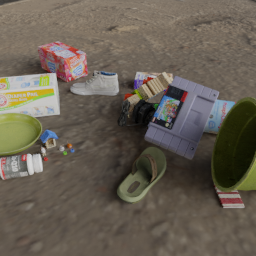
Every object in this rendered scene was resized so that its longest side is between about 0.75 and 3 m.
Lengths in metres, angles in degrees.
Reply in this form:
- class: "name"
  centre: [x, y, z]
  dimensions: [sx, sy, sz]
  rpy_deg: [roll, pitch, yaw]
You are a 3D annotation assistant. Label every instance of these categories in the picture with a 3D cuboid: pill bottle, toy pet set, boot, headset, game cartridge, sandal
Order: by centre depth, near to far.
- class: "sandal"
  centre: [0.509, 1.266, 8.386]
  dimensions: [0.970, 0.697, 2.443]
  rpy_deg: [15, 34, 20]
- class: "pill bottle"
  centre: [-3.273, 1.156, 8.600]
  dimensions: [1.164, 0.663, 0.663]
  rpy_deg: [-9, 35, -12]
- class: "game cartridge"
  centre: [1.831, -0.455, 9.491]
  dimensions: [1.750, 0.518, 2.700]
  rpy_deg: [24, 66, 8]
- class: "toy pet set"
  centre: [-2.541, 0.500, 9.656]
  dimensions: [1.062, 0.564, 0.992]
  rpy_deg: [-18, 38, -25]
- class: "pill bottle"
  centre: [3.434, -0.391, 10.328]
  dimensions: [2.322, 1.263, 1.263]
  rpy_deg: [9, 35, 14]
- class: "headset"
  centre: [0.888, -0.552, 10.449]
  dimensions: [2.997, 1.408, 1.851]
  rpy_deg: [-12, 34, -36]
- class: "boot"
  centre: [-1.581, -2.174, 13.084]
  dimensions: [2.303, 1.101, 0.847]
  rpy_deg: [1, 34, 2]

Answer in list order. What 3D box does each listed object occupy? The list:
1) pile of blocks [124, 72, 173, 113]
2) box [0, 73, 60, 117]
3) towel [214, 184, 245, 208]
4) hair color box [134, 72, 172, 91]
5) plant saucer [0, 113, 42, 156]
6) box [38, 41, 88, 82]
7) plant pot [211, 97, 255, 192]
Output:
- class: "pile of blocks"
  centre: [0.708, -1.586, 11.846]
  dimensions: [2.666, 1.094, 0.828]
  rpy_deg: [-33, 89, -18]
- class: "box"
  centre: [-4.238, -1.309, 11.611]
  dimensions: [2.605, 1.320, 1.465]
  rpy_deg: [-7, 34, -10]
- class: "towel"
  centre: [2.871, 1.924, 7.997]
  dimensions: [0.624, 0.099, 0.867]
  rpy_deg: [0, 36, -4]
- class: "hair color box"
  centre: [1.251, -2.287, 13.732]
  dimensions: [1.803, 0.584, 0.986]
  rpy_deg: [5, 34, 5]
- class: "plant saucer"
  centre: [-4.329, 0.248, 10.081]
  dimensions: [2.400, 0.373, 2.400]
  rpy_deg: [4, 36, -3]
- class: "box"
  centre: [-3.509, -3.600, 14.991]
  dimensions: [1.353, 1.296, 2.714]
  rpy_deg: [-28, 43, -34]
- class: "plant pot"
  centre: [4.092, 0.782, 7.802]
  dimensions: [2.552, 2.687, 2.687]
  rpy_deg: [16, 34, -5]
